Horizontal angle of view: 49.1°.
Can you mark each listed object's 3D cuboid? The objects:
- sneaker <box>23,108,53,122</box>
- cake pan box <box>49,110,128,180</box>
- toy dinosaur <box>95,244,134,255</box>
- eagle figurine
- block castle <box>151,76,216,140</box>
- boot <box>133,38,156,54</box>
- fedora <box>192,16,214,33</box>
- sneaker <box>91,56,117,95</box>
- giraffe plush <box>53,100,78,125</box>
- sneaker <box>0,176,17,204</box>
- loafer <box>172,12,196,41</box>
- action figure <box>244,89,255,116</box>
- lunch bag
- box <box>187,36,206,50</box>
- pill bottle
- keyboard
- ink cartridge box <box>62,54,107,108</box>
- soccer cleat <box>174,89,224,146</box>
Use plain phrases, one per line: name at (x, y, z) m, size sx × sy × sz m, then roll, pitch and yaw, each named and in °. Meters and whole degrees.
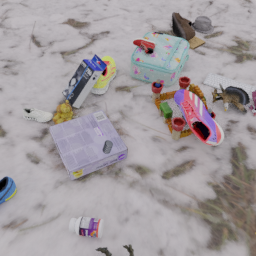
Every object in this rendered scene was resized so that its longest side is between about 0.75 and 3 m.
sneaker at (-3.502, -0.530, 10.809) m, size 1.188 × 0.481 × 0.446 m, roll 5°, pitch 47°, yaw 2°
cake pan box at (-1.432, 0.464, 9.840) m, size 2.112 × 0.600 × 2.293 m, roll -20°, pitch 51°, yaw -20°
toy dinosaur at (-0.290, 3.578, 7.043) m, size 2.571 × 0.610 × 1.133 m, roll -4°, pitch 63°, yaw -4°
eagle figurine at (4.070, -1.147, 11.079) m, size 1.423 × 1.074 × 1.080 m, roll 8°, pitch 23°, yaw 22°
block castle at (2.041, -0.904, 10.653) m, size 1.705 × 1.197 × 2.552 m, roll -12°, pitch 49°, yaw -11°
boot at (0.648, -3.498, 12.044) m, size 1.005 × 0.364 × 0.725 m, roll 13°, pitch 51°, yaw 7°
fedora at (4.179, -5.790, 15.473) m, size 1.280 × 0.578 × 1.132 m, roll 36°, pitch 57°, yaw 28°
sneaker at (-1.049, -2.567, 12.231) m, size 0.937 × 1.083 × 2.398 m, roll 4°, pitch 47°, yaw 6°
giraffe plush at (-2.423, -0.590, 10.647) m, size 0.964 × 0.782 × 0.832 m, roll -21°, pitch 51°, yaw -18°
sneaker at (-4.194, 2.175, 8.185) m, size 0.648 × 0.771 × 1.967 m, roll 31°, pitch 56°, yaw 23°
loafer at (2.918, -5.308, 14.771) m, size 0.886 × 0.912 × 2.496 m, roll -11°, pitch 51°, yaw 0°
action figure at (5.185, -0.941, 11.205) m, size 0.767 × 0.852 × 1.145 m, roll 4°, pitch 68°, yaw 46°
lunch bag at (1.530, -3.258, 12.821) m, size 2.345 × 1.127 × 2.924 m, roll 16°, pitch 50°, yaw 14°
box at (3.293, -4.549, 14.661) m, size 0.966 × 0.126 × 1.182 m, roll -32°, pitch 56°, yaw -25°
pill bottle at (-1.159, 2.757, 7.823) m, size 0.903 × 0.503 × 0.503 m, roll 5°, pitch 48°, yaw 5°
keyboard at (4.754, -1.712, 12.088) m, size 2.865 × 0.153 × 0.806 m, roll 23°, pitch 52°, yaw 20°
ink cartridge box at (-1.766, -1.938, 11.190) m, size 2.126 × 0.417 × 1.057 m, roll -54°, pitch 51°, yaw 13°
soccer cleat at (2.286, -0.443, 9.628) m, size 0.907 × 0.845 × 2.478 m, roll 0°, pitch 50°, yaw -47°
